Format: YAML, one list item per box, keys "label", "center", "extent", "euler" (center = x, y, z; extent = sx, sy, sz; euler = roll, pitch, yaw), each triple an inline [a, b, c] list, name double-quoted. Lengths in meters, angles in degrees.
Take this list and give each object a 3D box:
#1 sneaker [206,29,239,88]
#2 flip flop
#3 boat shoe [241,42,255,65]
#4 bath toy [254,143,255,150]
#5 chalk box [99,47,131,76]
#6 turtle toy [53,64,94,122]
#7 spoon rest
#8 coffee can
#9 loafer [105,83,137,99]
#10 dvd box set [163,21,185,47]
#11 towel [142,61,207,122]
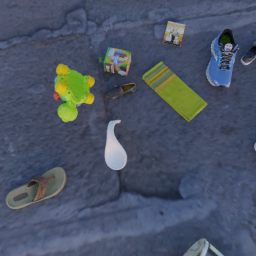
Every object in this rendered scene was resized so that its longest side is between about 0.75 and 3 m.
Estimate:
- label: "sneaker"
  center: [3.885, -2.901, 11.512]
  extent: [1.049, 1.191, 2.672]
  euler: [6, 72, 2]
- label: "flip flop"
  center: [-3.289, 2.151, 10.029]
  extent: [2.321, 0.668, 0.941]
  euler: [-23, 73, -8]
- label: "boat shoe"
  center: [5.462, -3.360, 12.023]
  extent: [1.553, 0.514, 0.543]
  euler: [-40, 75, -13]
- label: "bath toy"
  center: [5.591, 1.352, 10.204]
  extent: [1.043, 0.886, 2.399]
  euler: [-21, 71, -7]
- label: "chalk box"
  center: [-0.565, -2.790, 11.685]
  extent: [1.257, 0.785, 0.779]
  euler: [14, 72, 4]
- label: "turtle toy"
  center: [-2.076, -1.230, 10.123]
  extent: [1.501, 1.041, 2.059]
  euler: [20, 54, -35]
- label: "spoon rest"
  center: [-0.405, 0.502, 8.397]
  extent: [0.745, 0.454, 1.499]
  euler: [-8, 83, 28]
- label: "coffee can"
  center: [2.774, 5.013, 8.338]
  extent: [2.702, 1.978, 1.978]
  euler: [39, 75, 13]
- label: "loafer"
  center: [-0.292, -1.559, 11.407]
  extent: [1.380, 0.499, 0.502]
  euler: [-20, 73, -6]
- label: "dvd box set"
  center: [2.066, -4.202, 12.501]
  extent: [0.810, 0.163, 1.107]
  euler: [14, 72, 4]
- label: "towel"
  center: [1.911, -1.558, 11.547]
  extent: [1.168, 0.245, 2.714]
  euler: [-42, 76, -12]
